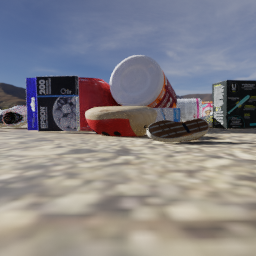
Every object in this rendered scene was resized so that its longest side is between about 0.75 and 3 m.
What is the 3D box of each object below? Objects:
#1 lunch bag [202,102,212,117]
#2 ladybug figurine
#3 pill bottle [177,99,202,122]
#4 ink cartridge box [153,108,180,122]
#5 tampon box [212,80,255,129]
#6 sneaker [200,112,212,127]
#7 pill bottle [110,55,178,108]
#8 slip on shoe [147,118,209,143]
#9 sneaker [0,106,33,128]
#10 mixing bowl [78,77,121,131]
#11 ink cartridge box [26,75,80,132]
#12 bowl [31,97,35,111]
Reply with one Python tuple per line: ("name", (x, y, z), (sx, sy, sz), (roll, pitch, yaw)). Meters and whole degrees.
("lunch bag", (4.319, -0.740, 14.686), (2.835, 1.162, 2.497), (2, 3, 44))
("ladybug figurine", (-0.169, -0.135, 5.555), (1.556, 0.560, 1.056), (1, 2, 31))
("pill bottle", (2.191, -0.698, 12.620), (2.146, 1.217, 1.217), (0, 2, 8))
("ink cartridge box", (0.928, -0.222, 7.430), (0.840, 0.608, 0.619), (0, 2, 2))
("tampon box", (3.714, -0.808, 9.787), (1.217, 1.624, 1.025), (0, 2, -11))
("sneaker", (3.753, -0.724, 10.960), (2.442, 1.411, 0.900), (-3, 4, -23))
("pill bottle", (0.674, -0.983, 8.925), (1.590, 1.590, 2.785), (1, -14, 22))
("slip on shoe", (0.706, 0.069, 4.041), (0.955, 0.363, 0.289), (-10, -35, -22))
("sneaker", (-4.093, -0.352, 10.278), (0.801, 0.826, 2.263), (4, 13, 19))
("mixing bowl", (-1.414, -0.715, 8.712), (2.872, 1.555, 2.872), (0, 3, 0))
("ink cartridge box", (-1.880, -0.589, 6.832), (1.373, 1.360, 0.298), (-1, 4, 6))
("bowl", (-3.121, -0.775, 11.514), (2.319, 1.088, 2.319), (12, -40, 10))
